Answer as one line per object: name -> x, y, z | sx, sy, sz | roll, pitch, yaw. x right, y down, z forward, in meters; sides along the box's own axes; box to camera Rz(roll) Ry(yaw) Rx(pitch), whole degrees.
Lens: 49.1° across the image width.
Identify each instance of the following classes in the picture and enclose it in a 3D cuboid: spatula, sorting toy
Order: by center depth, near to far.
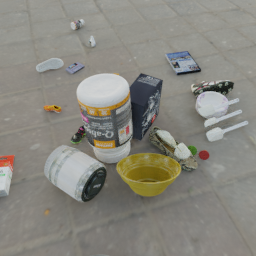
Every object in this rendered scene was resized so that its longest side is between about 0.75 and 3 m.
sorting toy -> 2.511, 0.808, 10.602 | 1.179, 0.409, 0.406 | 19, 27, 15
spatula -> 3.866, -0.378, 11.279 | 2.036, 0.164, 1.416 | -18, 83, -20

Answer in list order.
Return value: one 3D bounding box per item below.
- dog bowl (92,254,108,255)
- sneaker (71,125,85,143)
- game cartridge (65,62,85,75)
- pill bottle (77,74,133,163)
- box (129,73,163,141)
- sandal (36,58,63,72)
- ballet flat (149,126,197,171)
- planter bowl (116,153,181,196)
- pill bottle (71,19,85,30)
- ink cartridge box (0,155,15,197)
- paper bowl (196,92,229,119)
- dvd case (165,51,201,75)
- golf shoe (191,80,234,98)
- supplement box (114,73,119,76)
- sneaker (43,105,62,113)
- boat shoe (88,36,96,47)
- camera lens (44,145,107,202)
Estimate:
dog bowl -> -0.767, 4.251, 7.193 | 1.777, 0.521, 1.777 | 0, 47, 0
sneaker -> -1.891, 0.173, 11.049 | 0.419, 0.458, 1.092 | 22, 51, 19
game cartridge -> -2.710, -3.064, 14.302 | 0.554, 0.164, 0.854 | 34, 56, 23
pill bottle -> -0.696, -0.249, 9.672 | 1.693, 2.910, 1.693 | -3, 41, 3
box -> 0.504, -0.817, 10.989 | 0.993, 1.907, 1.737 | 23, 51, 19
sandal -> -3.993, -3.214, 14.282 | 1.375, 0.560, 0.338 | -16, 8, -14
ballet flat -> 1.630, 0.677, 10.315 | 0.760, 0.844, 2.241 | -33, 55, -27
planter bowl -> 0.662, 1.638, 9.197 | 2.079, 0.866, 2.079 | 0, 20, 0
pill bottle -> -3.072, -6.354, 17.164 | 0.783, 0.456, 0.456 | -35, 56, -29
ink cartridge box -> -4.576, 1.557, 9.762 | 0.937, 0.433, 1.720 | -5, 48, -5
paper bowl -> 3.534, -0.893, 11.890 | 1.310, 0.681, 1.310 | 0, 48, 0
dvd case -> 2.851, -3.412, 14.615 | 1.302, 0.160, 1.825 | -10, 47, -10
golf shoe -> 3.886, -1.922, 12.843 | 1.967, 0.759, 0.867 | -10, 41, -10
supplement box -> -0.599, -2.255, 13.437 | 0.304, 0.294, 0.884 | 2, 48, 2
sneaker -> -3.272, -0.888, 12.145 | 0.831, 0.321, 0.303 | 7, 48, 9
boat shoe -> -2.104, -4.924, 15.956 | 0.368, 0.319, 0.864 | -15, 58, -9
camera lens -> -1.680, 1.490, 9.180 | 1.728, 1.382, 1.382 | 26, 52, 23
